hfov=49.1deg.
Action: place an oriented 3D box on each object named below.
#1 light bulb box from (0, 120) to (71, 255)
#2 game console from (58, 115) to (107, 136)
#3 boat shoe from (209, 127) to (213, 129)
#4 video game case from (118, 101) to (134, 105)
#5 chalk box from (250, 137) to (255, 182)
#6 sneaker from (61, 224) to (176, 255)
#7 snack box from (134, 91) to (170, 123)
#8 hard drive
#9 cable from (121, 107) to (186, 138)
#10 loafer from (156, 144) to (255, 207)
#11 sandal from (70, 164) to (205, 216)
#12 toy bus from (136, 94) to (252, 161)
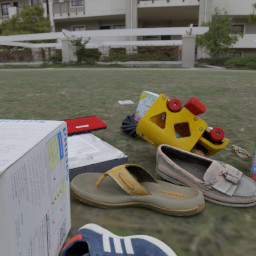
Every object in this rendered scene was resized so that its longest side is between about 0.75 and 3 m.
[{"bbox_3d":[-1.569,1.007,3.563,1.204,1.913,1.930,2,14,3],"label":"light bulb box"},{"bbox_3d":[-1.632,0.190,8.823,1.568,0.931,1.351,-11,28,-30],"label":"game console"},{"bbox_3d":[2.824,0.075,10.141,0.303,0.254,0.849,4,11,-35],"label":"boat shoe"},{"bbox_3d":[-0.129,-1.452,16.013,0.733,0.092,0.805,-4,16,-14],"label":"video game case"},{"bbox_3d":[3.637,0.561,6.150,1.453,1.443,2.329,13,21,37],"label":"chalk box"},{"bbox_3d":[-0.165,1.718,3.557,1.618,0.607,0.684,-2,10,33],"label":"sneaker"},{"bbox_3d":[0.967,-0.579,10.199,0.493,1.227,1.456,5,18,-43],"label":"snack box"},{"bbox_3d":[-1.593,0.681,7.379,2.048,0.555,2.932,-9,19,-29],"label":"hard drive"},{"bbox_3d":[0.838,-0.172,10.203,2.222,0.692,2.724,-26,20,-36],"label":"cable"},{"bbox_3d":[1.529,0.921,5.729,2.214,0.696,0.796,15,45,33],"label":"loafer"},{"bbox_3d":[0.161,1.095,5.515,2.647,0.715,1.063,4,16,16],"label":"sandal"},{"bbox_3d":[1.394,0.330,7.164,1.297,2.368,2.509,-51,33,-11],"label":"toy bus"}]
